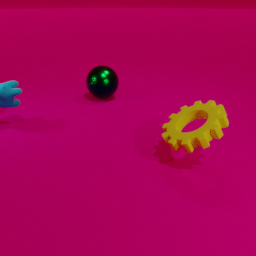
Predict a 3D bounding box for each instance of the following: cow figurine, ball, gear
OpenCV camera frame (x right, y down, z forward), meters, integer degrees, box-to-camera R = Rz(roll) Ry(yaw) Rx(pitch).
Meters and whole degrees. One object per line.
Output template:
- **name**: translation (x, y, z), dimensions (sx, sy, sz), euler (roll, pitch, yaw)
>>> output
- **cow figurine**: translation (-4.006, -0.879, 8.652), dimensions (1.251, 1.272, 0.698), euler (-18, 68, -35)
- **ball**: translation (-1.019, -1.830, 11.175), dimensions (1.317, 1.317, 1.317), euler (0, 26, 0)
- **gear**: translation (1.594, -0.065, 6.787), dimensions (1.563, 0.289, 1.563), euler (-25, 30, 15)
